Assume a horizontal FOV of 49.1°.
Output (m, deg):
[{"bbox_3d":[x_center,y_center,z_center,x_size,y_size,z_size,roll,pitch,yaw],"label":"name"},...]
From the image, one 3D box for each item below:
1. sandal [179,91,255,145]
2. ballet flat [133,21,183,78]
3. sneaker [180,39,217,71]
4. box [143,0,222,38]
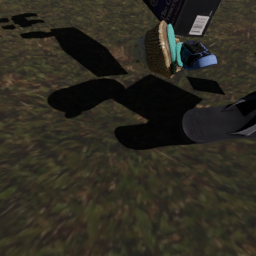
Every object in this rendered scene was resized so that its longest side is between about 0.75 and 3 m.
[{"bbox_3d":[2.197,-0.197,5.383,2.398,0.513,0.912,-16,76,-12],"label":"sandal"},{"bbox_3d":[0.597,-1.415,5.481,0.891,0.962,2.730,-3,6,16],"label":"ballet flat"},{"bbox_3d":[1.004,-1.118,4.230,0.378,0.420,1.077,-16,14,-3],"label":"sneaker"},{"bbox_3d":[1.388,-3.591,6.063,1.013,2.570,1.814,-5,50,-25],"label":"box"}]
